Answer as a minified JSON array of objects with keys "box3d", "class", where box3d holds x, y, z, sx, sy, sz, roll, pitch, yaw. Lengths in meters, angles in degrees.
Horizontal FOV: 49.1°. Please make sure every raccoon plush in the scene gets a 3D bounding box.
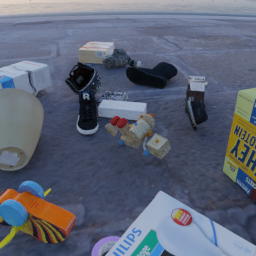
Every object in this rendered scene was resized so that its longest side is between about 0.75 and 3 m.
[{"box3d":[-0.519,-4.313,18.063,2.402,1.162,1.609,14,40,23],"class":"raccoon plush"}]

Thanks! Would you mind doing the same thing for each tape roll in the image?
[{"box3d":[-0.335,2.782,6.029,0.878,0.288,0.878,-1,30,0],"class":"tape roll"}]

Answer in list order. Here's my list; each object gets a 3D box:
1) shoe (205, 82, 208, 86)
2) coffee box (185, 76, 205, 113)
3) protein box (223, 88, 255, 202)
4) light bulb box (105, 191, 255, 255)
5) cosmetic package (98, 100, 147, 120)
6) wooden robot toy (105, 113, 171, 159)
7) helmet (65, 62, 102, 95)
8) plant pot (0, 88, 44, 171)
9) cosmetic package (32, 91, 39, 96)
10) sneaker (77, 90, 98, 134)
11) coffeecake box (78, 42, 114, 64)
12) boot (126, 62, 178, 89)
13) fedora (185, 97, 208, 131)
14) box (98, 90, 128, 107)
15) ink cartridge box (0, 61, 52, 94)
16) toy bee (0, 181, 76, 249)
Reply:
[{"box3d":[4.037,-2.425,15.423,0.947,0.253,0.331,-17,33,-27],"class":"shoe"},{"box3d":[3.125,-1.576,13.015,0.782,1.107,1.959,6,29,12],"class":"coffee box"},{"box3d":[4.568,0.365,7.770,2.821,2.801,1.903,-10,31,-18],"class":"protein box"},{"box3d":[0.855,2.640,4.912,2.179,1.360,2.160,26,37,24],"class":"light bulb box"},{"box3d":[-0.237,-0.776,12.191,1.997,0.506,0.824,6,30,11],"class":"cosmetic package"},{"box3d":[0.401,-0.086,9.295,1.349,1.309,2.972,-44,30,-18],"class":"wooden robot toy"},{"box3d":[-2.098,-2.280,13.760,1.604,1.682,1.682,34,33,-2],"class":"helmet"},{"box3d":[-3.810,0.216,9.165,2.136,2.136,2.280,-8,43,-14],"class":"plant pot"},{"box3d":[-4.949,-1.994,14.552,0.497,0.349,0.980,0,30,1],"class":"cosmetic package"},{"box3d":[-1.712,-0.804,11.395,0.862,1.320,2.359,-6,29,-5],"class":"sneaker"},{"box3d":[-2.213,-5.459,20.177,1.961,0.933,2.554,5,29,9],"class":"coffeecake box"},{"box3d":[1.388,-3.148,15.954,2.491,0.951,2.093,19,37,18],"class":"boot"},{"box3d":[2.691,-0.616,10.854,0.666,1.458,1.458,-15,26,16],"class":"fedora"},{"box3d":[-0.697,-1.345,13.364,1.149,0.363,1.458,5,30,10],"class":"box"},{"box3d":[-5.419,-2.301,13.610,1.948,1.124,2.686,17,35,32],"class":"ink cartridge box"},{"box3d":[-2.620,1.922,6.759,2.751,1.495,1.801,43,36,19],"class":"toy bee"}]
